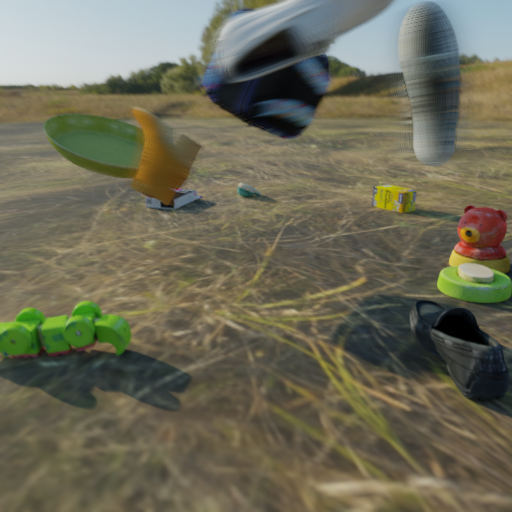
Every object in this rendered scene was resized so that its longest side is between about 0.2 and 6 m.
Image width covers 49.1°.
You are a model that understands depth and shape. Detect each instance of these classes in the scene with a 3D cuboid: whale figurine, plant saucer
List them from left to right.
[{"bbox_3d":[-2.813,-2.078,10.799,2.479,0.385,2.479,15,28,-8],"label":"plant saucer"},{"bbox_3d":[-0.220,-1.834,16.139,0.710,0.369,0.565,17,13,-32],"label":"whale figurine"}]

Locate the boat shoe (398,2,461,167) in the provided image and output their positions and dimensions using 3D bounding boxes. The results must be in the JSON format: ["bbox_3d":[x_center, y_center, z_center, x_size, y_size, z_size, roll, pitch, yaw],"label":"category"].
[{"bbox_3d":[2.575,-2.525,7.978,0.871,2.417,0.857,-7,-2,6],"label":"boat shoe"}]

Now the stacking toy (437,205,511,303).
[{"bbox_3d":[4.269,-0.024,9.010,2.622,1.108,2.374,12,21,35],"label":"stacking toy"}]

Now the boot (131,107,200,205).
[{"bbox_3d":[-1.777,-1.661,9.315,1.702,1.219,0.599,37,5,31],"label":"boot"}]

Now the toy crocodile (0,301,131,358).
[{"bbox_3d":[-2.501,0.980,6.897,1.879,0.580,0.634,-6,18,-4],"label":"toy crocodile"}]

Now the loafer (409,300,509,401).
[{"bbox_3d":[2.376,0.919,6.659,0.697,0.720,2.052,-1,18,-4],"label":"loafer"}]

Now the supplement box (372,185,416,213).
[{"bbox_3d":[3.582,-1.496,14.585,0.552,0.549,1.008,-13,22,-36],"label":"supplement box"}]

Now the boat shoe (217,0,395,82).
[{"bbox_3d":[0.712,-3.271,8.075,2.767,0.996,0.948,-12,58,13],"label":"boat shoe"}]

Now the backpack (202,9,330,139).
[{"bbox_3d":[0.400,-3.900,12.415,1.724,2.339,2.562,30,11,34],"label":"backpack"}]

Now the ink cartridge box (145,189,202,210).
[{"bbox_3d":[-2.223,-1.607,15.385,0.857,0.336,1.809,6,16,18],"label":"ink cartridge box"}]
